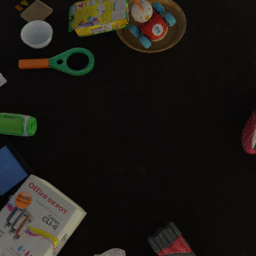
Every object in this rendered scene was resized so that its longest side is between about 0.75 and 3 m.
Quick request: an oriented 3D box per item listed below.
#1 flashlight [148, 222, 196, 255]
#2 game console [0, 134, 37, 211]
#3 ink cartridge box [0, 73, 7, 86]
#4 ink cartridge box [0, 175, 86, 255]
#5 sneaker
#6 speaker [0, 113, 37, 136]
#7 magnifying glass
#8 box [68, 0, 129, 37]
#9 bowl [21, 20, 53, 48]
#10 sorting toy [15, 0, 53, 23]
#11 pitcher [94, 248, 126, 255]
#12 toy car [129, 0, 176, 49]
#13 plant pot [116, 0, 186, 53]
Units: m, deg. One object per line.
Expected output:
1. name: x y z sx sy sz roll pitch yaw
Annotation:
1. flashlight: 1.610 3.860 7.381 0.913 0.910 2.688 -22 72 -41
2. game console: -4.039 1.318 8.064 1.934 1.332 2.245 -39 74 -13
3. ink cartridge box: -5.070 -1.964 9.743 1.499 0.509 0.870 43 74 14
4. ink cartridge box: -2.450 2.643 7.418 1.603 1.596 2.207 32 73 11
5. sneaker: 4.384 -0.244 8.847 0.918 0.991 2.459 29 71 8
6. speaker: -3.784 -0.121 8.968 1.552 0.687 0.687 6 69 2
7. magnifying glass: -2.538 -2.349 10.022 2.648 0.296 1.054 -4 69 -1
8. box: -1.112 -4.161 10.381 2.249 0.544 1.319 -6 69 11
9. bowl: -3.278 -3.334 10.268 1.131 0.508 1.131 0 70 0
10. sorting toy: -3.702 -4.572 10.937 1.298 0.174 0.967 36 78 13
11. pitcher: -0.501 3.554 7.528 0.879 0.754 0.533 -6 70 -2
12. toy car: 0.625 -3.785 9.541 1.380 1.497 1.324 -41 62 12
13. plant pot: 0.833 -3.880 10.539 2.646 0.364 2.646 0 70 1
